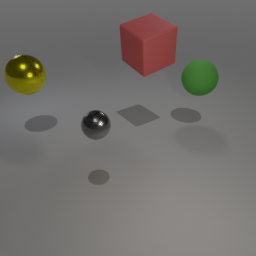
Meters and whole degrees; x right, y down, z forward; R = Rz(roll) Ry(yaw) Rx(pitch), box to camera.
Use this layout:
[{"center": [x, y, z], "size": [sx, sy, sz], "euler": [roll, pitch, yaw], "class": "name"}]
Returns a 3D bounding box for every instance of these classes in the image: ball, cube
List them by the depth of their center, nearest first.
[{"center": [-0.755, -0.072, 6.608], "size": [0.700, 0.700, 0.700], "euler": [0, 29, 0], "class": "ball"}, {"center": [0.691, -2.874, 9.645], "size": [1.400, 1.400, 1.400], "euler": [-28, 50, -21], "class": "cube"}, {"center": [-3.584, -1.854, 9.805], "size": [1.400, 1.400, 1.400], "euler": [0, 29, 0], "class": "ball"}, {"center": [2.791, -1.952, 10.892], "size": [1.400, 1.400, 1.400], "euler": [0, 29, 0], "class": "ball"}]
